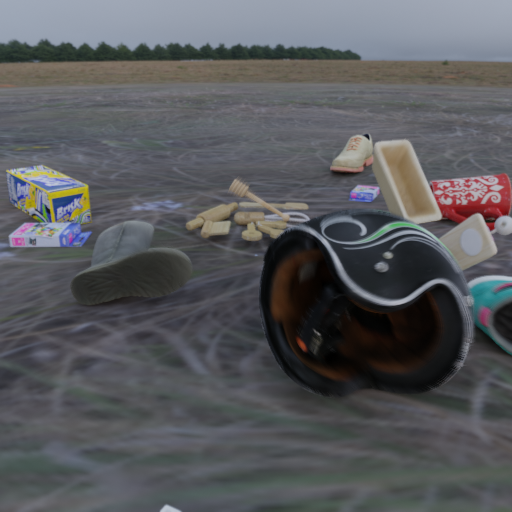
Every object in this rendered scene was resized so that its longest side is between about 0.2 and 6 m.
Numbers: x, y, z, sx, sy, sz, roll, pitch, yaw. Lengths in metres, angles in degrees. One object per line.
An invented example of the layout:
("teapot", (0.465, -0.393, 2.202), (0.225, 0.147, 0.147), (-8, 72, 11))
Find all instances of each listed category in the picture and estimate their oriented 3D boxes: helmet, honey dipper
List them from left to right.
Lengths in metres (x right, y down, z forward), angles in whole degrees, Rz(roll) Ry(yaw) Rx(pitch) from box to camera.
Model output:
("honey dipper", (0.084, -1.049, 10.965), (1.309, 0.249, 0.249), (32, 23, -3))
("helmet", (1.235, 0.480, 6.033), (1.968, 2.064, 2.064), (2, 18, -30))

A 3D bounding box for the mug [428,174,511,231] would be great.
("mug", (4.396, -1.148, 11.576), (1.492, 0.995, 1.324), (-1, 19, 7))

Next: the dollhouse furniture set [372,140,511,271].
("dollhouse furniture set", (2.235, -0.767, 7.779), (1.961, 2.475, 1.757), (-10, -18, -25))

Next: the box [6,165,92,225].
("box", (-4.539, -1.320, 12.175), (0.897, 0.823, 2.561), (-17, 28, -37))

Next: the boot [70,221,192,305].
("boot", (-1.851, -0.012, 8.874), (1.914, 0.764, 2.105), (-7, 16, 4))

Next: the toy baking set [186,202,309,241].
("toy baking set", (-0.075, -0.690, 11.369), (2.036, 0.309, 2.653), (13, 25, 24))

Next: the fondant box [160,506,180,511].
("fondant box", (-0.310, 2.289, 3.550), (1.367, 0.398, 0.986), (12, 24, 26))

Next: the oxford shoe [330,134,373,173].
("oxford shoe", (2.765, -2.996, 16.265), (0.909, 0.948, 2.568), (9, 23, 22))

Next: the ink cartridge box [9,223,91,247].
("ink cartridge box", (-3.882, -0.405, 10.632), (1.310, 0.275, 0.782), (2, 22, 0))

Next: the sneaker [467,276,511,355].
("sneaker", (3.739, 0.706, 6.766), (2.274, 0.951, 1.373), (-2, 15, 16))

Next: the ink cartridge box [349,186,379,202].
("ink cartridge box", (2.609, -1.504, 13.536), (0.550, 0.194, 0.922), (9, 25, 22))
